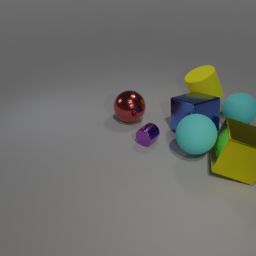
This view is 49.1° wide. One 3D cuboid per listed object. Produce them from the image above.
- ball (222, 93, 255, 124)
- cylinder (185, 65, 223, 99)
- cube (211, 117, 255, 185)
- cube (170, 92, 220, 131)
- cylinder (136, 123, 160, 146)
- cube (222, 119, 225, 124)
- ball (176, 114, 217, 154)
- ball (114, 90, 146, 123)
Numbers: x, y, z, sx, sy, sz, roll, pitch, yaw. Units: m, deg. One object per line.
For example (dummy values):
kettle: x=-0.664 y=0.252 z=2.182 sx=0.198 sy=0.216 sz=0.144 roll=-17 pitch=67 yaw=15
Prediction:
ball: x=4.753 y=-0.787 z=11.901 sx=1.400 sy=1.400 sz=1.400 roll=0 pitch=32 yaw=0
cylinder: x=3.506 y=-1.933 z=12.945 sx=1.400 sy=1.400 sz=1.400 roll=-23 pitch=29 yaw=14
cube: x=3.655 y=0.736 z=9.197 sx=1.400 sy=1.400 sz=1.400 roll=18 pitch=34 yaw=3
cube: x=2.687 y=-0.561 z=11.284 sx=1.400 sy=1.400 sz=1.400 roll=-15 pitch=23 yaw=-26
cylinder: x=0.770 y=0.248 z=10.913 sx=0.700 sy=0.700 sz=0.700 roll=21 pitch=37 yaw=30
cube: x=4.049 y=0.073 z=10.949 sx=0.700 sy=0.700 sz=0.700 roll=17 pitch=6 yaw=29
ball: x=2.357 y=0.214 z=9.709 sx=1.400 sy=1.400 sz=1.400 roll=0 pitch=32 yaw=0
ball: x=0.070 y=-0.933 z=12.179 sx=1.400 sy=1.400 sz=1.400 roll=0 pitch=32 yaw=0
